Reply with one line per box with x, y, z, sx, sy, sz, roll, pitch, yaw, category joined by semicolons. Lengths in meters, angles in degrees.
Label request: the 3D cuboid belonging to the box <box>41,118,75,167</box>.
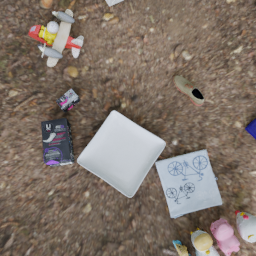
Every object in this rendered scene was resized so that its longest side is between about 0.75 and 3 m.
-2.510;0.529;10.050;0.941;0.817;1.540;-8;74;-2;box

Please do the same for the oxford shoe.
2.381;-1.548;10.770;0.548;0.581;1.554;-43;78;-11;oxford shoe

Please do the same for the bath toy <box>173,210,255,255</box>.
2.969;3.531;9.118;2.887;1.256;1.067;-23;42;-7;bath toy

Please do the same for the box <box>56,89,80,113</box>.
-2.282;-1.036;10.660;0.775;0.512;0.445;-41;78;-11;box

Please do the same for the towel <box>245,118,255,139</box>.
5.147;-0.039;10.510;1.265;0.313;0.934;-38;71;-10;towel

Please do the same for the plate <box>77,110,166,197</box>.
-0.221;0.902;10.134;2.382;0.385;2.377;32;75;11;plate

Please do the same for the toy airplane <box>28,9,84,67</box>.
-2.694;-3.564;10.926;1.976;1.400;1.984;-29;75;-9;toy airplane

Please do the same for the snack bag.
2.185;1.947;9.960;1.971;0.224;2.090;-14;74;-3;snack bag

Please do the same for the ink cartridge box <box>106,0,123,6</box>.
-1.030;-6.535;11.803;0.775;1.339;2.305;-28;76;-8;ink cartridge box
